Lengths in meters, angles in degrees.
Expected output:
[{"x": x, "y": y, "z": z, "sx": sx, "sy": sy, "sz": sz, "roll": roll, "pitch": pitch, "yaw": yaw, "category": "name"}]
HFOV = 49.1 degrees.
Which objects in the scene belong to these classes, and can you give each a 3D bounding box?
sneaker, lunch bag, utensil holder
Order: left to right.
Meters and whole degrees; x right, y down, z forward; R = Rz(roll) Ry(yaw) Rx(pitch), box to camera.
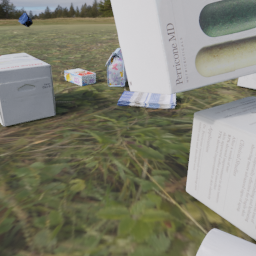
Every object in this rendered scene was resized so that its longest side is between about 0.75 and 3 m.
[{"x": -3.209, "y": -3.395, "z": 8.885, "sx": 0.346, "sy": 0.384, "sz": 0.986, "roll": -45, "pitch": 32, "yaw": 7, "category": "sneaker"}, {"x": -0.487, "y": -2.656, "z": 12.182, "sx": 0.929, "sy": 1.461, "sz": 1.239, "roll": 2, "pitch": 25, "yaw": 4, "category": "lunch bag"}, {"x": 1.363, "y": 1.765, "z": 3.099, "sx": 1.134, "sy": 0.964, "sz": 0.964, "roll": 17, "pitch": 29, "yaw": 35, "category": "utensil holder"}]

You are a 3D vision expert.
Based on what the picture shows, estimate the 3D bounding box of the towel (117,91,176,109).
[{"x": 0.740, "y": -1.076, "z": 10.194, "sx": 2.057, "sy": 0.245, "sz": 1.510, "roll": 4, "pitch": 24, "yaw": 10, "category": "towel"}]

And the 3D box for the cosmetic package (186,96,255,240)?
[{"x": 2.314, "y": 0.627, "z": 4.691, "sx": 1.673, "sy": 1.683, "sz": 2.011, "roll": -15, "pitch": 29, "yaw": -32, "category": "cosmetic package"}]

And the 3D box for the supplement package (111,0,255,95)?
[{"x": 1.295, "y": -1.801, "z": 4.652, "sx": 2.591, "sy": 1.967, "sz": 1.952, "roll": -16, "pitch": 13, "yaw": -13, "category": "supplement package"}]

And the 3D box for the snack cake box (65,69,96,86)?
[{"x": -2.163, "y": -2.310, "z": 12.638, "sx": 0.781, "sy": 0.456, "sz": 1.357, "roll": -19, "pitch": 31, "yaw": -40, "category": "snack cake box"}]

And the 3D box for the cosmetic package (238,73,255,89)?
[{"x": 6.232, "y": -2.418, "z": 11.654, "sx": 2.361, "sy": 1.451, "sz": 2.353, "roll": 19, "pitch": 31, "yaw": 36, "category": "cosmetic package"}]

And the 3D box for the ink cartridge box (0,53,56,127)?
[{"x": -3.597, "y": -1.324, "z": 8.970, "sx": 1.693, "sy": 1.685, "sz": 2.330, "roll": -17, "pitch": 29, "yaw": -32, "category": "ink cartridge box"}]
